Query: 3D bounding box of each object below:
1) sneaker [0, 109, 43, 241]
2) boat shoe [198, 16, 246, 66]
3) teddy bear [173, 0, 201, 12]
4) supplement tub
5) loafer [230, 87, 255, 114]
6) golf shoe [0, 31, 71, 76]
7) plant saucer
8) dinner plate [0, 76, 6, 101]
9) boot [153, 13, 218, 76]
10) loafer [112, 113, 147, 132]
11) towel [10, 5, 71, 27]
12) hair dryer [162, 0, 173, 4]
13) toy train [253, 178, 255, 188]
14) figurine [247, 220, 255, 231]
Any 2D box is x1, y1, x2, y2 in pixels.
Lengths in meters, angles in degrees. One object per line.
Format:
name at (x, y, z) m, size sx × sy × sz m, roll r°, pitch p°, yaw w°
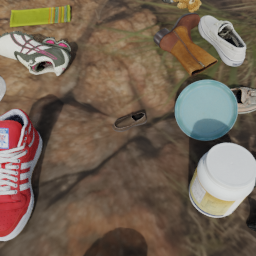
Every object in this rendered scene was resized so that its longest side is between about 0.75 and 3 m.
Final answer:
sneaker at (-2.660, 0.883, 6.234) m, size 1.007 × 1.590 × 2.827 m, roll -1°, pitch 55°, yaw -1°
boat shoe at (3.230, -3.238, 9.636) m, size 0.920 × 0.840 × 2.556 m, roll -10°, pitch 55°, yaw -7°
teddy bear at (2.344, -5.181, 11.287) m, size 0.929 × 0.428 × 1.281 m, roll -16°, pitch 56°, yaw -9°
supplement tub at (2.007, 1.146, 6.041) m, size 1.155 × 1.600 × 1.155 m, roll 0°, pitch 55°, yaw 0°
loafer at (3.061, -0.828, 8.039) m, size 2.047 × 0.644 × 0.736 m, roll -9°, pitch 55°, yaw -6°
golf shoe at (-3.153, -2.361, 8.968) m, size 2.568 × 0.991 × 1.131 m, roll 7°, pitch 62°, yaw 6°
plant saucer at (2.104, -0.477, 7.588) m, size 1.638 × 0.224 × 1.638 m, roll -1°, pitch 87°, yaw 22°
dinner plate at (-4.717, -1.135, 8.540) m, size 1.882 × 0.228 × 1.882 m, roll 0°, pitch 56°, yaw -1°
boot at (2.237, -2.907, 9.488) m, size 1.989 × 0.724 × 2.113 m, roll -30°, pitch 61°, yaw -20°
loafer at (0.039, -0.217, 7.777) m, size 1.023 × 0.363 × 0.373 m, roll -20°, pitch 57°, yaw -14°
towel at (-3.365, -4.334, 10.815) m, size 2.283 × 0.206 × 0.983 m, roll -7°, pitch 54°, yaw -5°
hair dryer at (0.446, -2.158, 4.158) m, size 0.905 × 0.690 × 0.246 m, roll 8°, pitch 91°, yaw -23°
toy train at (3.558, 1.452, 6.697) m, size 1.229 × 0.210 × 0.282 m, roll 18°, pitch 45°, yaw 12°
figurine at (3.385, 1.898, 5.765) m, size 1.353 × 1.387 × 0.597 m, roll 28°, pitch 22°, yaw 24°
